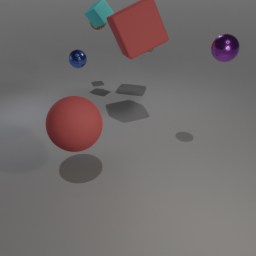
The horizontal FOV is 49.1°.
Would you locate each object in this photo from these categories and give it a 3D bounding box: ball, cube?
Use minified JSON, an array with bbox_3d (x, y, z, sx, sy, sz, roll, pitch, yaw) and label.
[{"bbox_3d":[-1.335,-0.101,7.010,1.400,1.400,1.400,0,29,0],"label":"ball"},{"bbox_3d":[0.281,-3.260,9.182,1.400,1.400,1.400,-27,24,-1],"label":"cube"},{"bbox_3d":[-1.941,-2.662,10.807,0.700,0.700,0.700,0,29,0],"label":"ball"},{"bbox_3d":[2.502,-2.056,7.221,0.700,0.700,0.700,0,29,0],"label":"ball"},{"bbox_3d":[-1.131,-4.493,10.986,0.700,0.700,0.700,3,52,51],"label":"cube"}]

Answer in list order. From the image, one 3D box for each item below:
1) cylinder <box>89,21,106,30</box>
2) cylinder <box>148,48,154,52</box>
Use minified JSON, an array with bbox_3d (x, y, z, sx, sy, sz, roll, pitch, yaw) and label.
[{"bbox_3d":[-1.405,-4.886,12.522,0.700,0.700,0.700,-10,53,-18],"label":"cylinder"},{"bbox_3d":[0.466,-4.112,12.148,1.400,1.400,1.400,11,31,11],"label":"cylinder"}]
